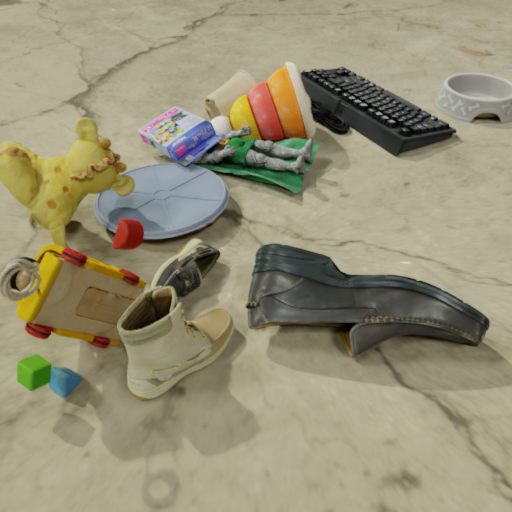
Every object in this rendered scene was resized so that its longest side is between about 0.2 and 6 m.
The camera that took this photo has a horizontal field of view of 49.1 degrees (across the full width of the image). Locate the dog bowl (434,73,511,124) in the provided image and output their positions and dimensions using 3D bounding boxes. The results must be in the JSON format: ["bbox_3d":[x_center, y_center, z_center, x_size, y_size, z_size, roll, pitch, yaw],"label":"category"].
[{"bbox_3d":[5.207,-3.738,13.148,1.889,0.554,1.889,0,38,0],"label":"dog bowl"}]

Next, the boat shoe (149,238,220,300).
[{"bbox_3d":[-1.029,0.267,8.266,0.518,0.563,1.576,11,36,20],"label":"boat shoe"}]

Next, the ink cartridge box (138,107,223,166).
[{"bbox_3d":[-1.495,-2.371,10.928,0.993,0.349,1.663,-39,47,-17],"label":"ink cartridge box"}]

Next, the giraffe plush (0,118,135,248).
[{"bbox_3d":[-2.933,-1.282,8.802,1.643,1.749,2.027,-36,46,-6],"label":"giraffe plush"}]

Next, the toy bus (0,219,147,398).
[{"bbox_3d":[-2.395,0.413,6.932,1.102,2.133,2.013,22,39,28],"label":"toy bus"}]

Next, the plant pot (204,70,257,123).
[{"bbox_3d":[-0.544,-3.385,12.441,1.016,1.110,1.110,-34,49,-19],"label":"plant pot"}]

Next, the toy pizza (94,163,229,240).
[{"bbox_3d":[-1.641,-0.931,9.856,2.344,0.371,2.344,-1,38,1],"label":"toy pizza"}]

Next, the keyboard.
[{"bbox_3d":[2.339,-3.476,12.877,2.447,0.523,4.075,-20,42,-22],"label":"keyboard"}]

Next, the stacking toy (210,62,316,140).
[{"bbox_3d":[0.017,-2.966,11.791,2.230,1.630,1.630,-17,39,6],"label":"stacking toy"}]

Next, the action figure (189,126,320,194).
[{"bbox_3d":[-0.335,-2.031,10.955,2.818,0.771,1.664,9,43,19],"label":"action figure"}]

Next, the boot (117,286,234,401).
[{"bbox_3d":[-0.932,0.866,6.940,0.609,1.308,1.691,31,49,32],"label":"boot"}]

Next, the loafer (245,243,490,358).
[{"bbox_3d":[1.405,0.802,7.420,3.163,1.151,1.143,14,75,10],"label":"loafer"}]
